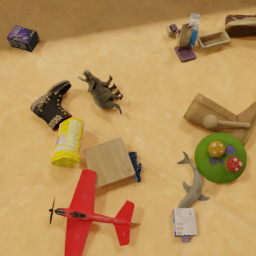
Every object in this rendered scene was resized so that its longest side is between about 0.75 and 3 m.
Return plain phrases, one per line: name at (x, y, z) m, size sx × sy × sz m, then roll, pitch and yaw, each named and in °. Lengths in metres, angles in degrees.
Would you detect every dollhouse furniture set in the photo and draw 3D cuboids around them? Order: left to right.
dollhouse furniture set at (3.069, -4.254, 11.748) m, size 2.352 × 1.670 × 1.864 m, roll -17°, pitch 65°, yaw -8°

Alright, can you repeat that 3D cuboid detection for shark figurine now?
shark figurine at (2.242, 1.734, 9.329) m, size 1.111 × 0.776 × 1.860 m, roll 4°, pitch 66°, yaw 1°

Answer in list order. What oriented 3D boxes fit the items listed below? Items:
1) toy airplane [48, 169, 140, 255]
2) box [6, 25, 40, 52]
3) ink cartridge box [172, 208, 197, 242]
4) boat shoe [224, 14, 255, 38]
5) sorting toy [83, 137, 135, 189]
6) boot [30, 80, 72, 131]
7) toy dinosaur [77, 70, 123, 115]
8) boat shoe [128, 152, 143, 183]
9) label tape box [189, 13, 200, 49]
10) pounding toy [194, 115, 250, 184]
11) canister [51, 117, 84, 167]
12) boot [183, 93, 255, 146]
toy airplane at (-1.028, 2.833, 8.729) m, size 2.952 × 0.543 × 2.952 m, roll 1°, pitch 75°, yaw -4°
box at (-4.544, -3.888, 12.189) m, size 1.074 × 0.560 × 0.795 m, roll 17°, pitch 64°, yaw 9°
ink cartridge box at (1.785, 3.065, 8.863) m, size 0.669 × 0.375 × 0.981 m, roll -1°, pitch 62°, yaw -1°
boat shoe at (5.758, -4.593, 12.298) m, size 2.971 × 1.072 × 1.069 m, roll 2°, pitch 65°, yaw 8°
sorting toy at (-0.650, 1.235, 9.675) m, size 1.429 × 0.500 × 1.437 m, roll -19°, pitch 65°, yaw -6°
boot at (-2.606, -0.855, 10.626) m, size 1.845 × 0.675 × 1.389 m, roll -40°, pitch 69°, yaw -14°
toy dinosaur at (-0.907, -1.269, 10.871) m, size 1.203 × 0.906 × 2.353 m, roll -29°, pitch 73°, yaw -1°
boat shoe at (0.305, 1.302, 9.688) m, size 0.394 × 0.483 × 1.148 m, roll -13°, pitch 67°, yaw -8°
label tape box at (2.794, -4.169, 12.140) m, size 0.414 × 0.898 × 1.253 m, roll 10°, pitch 64°, yaw 5°
pounding toy at (3.207, 0.706, 9.305) m, size 1.763 × 1.060 × 2.284 m, roll 11°, pitch 82°, yaw 7°
canister at (-2.067, 0.496, 9.745) m, size 0.657 × 1.127 × 1.518 m, roll 26°, pitch 57°, yaw -36°
boot at (3.573, -0.658, 10.386) m, size 2.402 × 0.794 × 2.104 m, roll 30°, pitch 68°, yaw 10°
